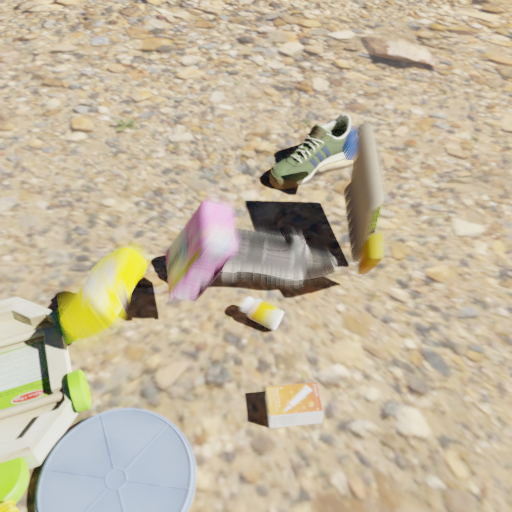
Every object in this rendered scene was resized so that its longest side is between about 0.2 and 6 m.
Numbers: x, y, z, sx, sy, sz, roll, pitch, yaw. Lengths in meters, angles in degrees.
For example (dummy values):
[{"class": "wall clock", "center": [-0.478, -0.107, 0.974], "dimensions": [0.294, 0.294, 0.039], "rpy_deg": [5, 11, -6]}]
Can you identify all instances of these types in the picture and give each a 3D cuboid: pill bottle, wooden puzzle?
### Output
[{"class": "pill bottle", "center": [0.102, 1.020, 10.112], "dimensions": [0.702, 0.396, 0.396], "rpy_deg": [26, 51, 12]}, {"class": "wooden puzzle", "center": [2.066, -1.132, 10.646], "dimensions": [0.385, 2.219, 3.289], "rpy_deg": [-1, 68, -1]}]

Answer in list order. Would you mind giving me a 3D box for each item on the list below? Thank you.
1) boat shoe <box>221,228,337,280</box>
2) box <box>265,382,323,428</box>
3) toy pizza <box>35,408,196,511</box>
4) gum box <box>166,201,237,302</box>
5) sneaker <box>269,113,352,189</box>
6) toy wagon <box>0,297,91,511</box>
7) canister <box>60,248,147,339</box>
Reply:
[{"class": "boat shoe", "center": [0.266, -0.116, 10.478], "dimensions": [2.791, 0.795, 0.933], "rpy_deg": [3, 23, -15]}, {"class": "box", "center": [0.591, 2.370, 8.894], "dimensions": [0.845, 0.412, 0.525], "rpy_deg": [-5, 47, -4]}, {"class": "toy pizza", "center": [-1.990, 3.280, 8.068], "dimensions": [2.271, 0.360, 2.271], "rpy_deg": [-1, 47, 1]}, {"class": "gum box", "center": [-0.955, -0.022, 9.179], "dimensions": [0.530, 1.602, 0.909], "rpy_deg": [12, 51, -29]}, {"class": "sneaker", "center": [1.318, -2.557, 13.098], "dimensions": [2.490, 1.118, 0.835], "rpy_deg": [-30, 53, -26]}, {"class": "toy wagon", "center": [-4.183, 2.370, 8.649], "dimensions": [3.096, 0.789, 3.990], "rpy_deg": [-15, 49, -14]}, {"class": "canister", "center": [-2.432, 0.594, 8.956], "dimensions": [1.020, 0.594, 1.373], "rpy_deg": [-26, 26, 30]}]
